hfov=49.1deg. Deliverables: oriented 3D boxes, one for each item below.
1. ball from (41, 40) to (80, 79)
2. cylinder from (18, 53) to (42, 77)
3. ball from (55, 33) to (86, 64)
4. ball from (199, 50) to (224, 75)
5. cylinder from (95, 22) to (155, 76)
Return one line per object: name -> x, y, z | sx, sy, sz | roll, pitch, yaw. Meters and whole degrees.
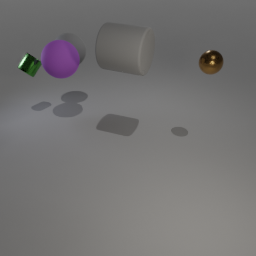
ball -> -2.514, -2.553, 10.437 | 1.400, 1.400, 1.400 | 0, 30, 0
cylinder -> -3.891, -2.501, 11.147 | 0.700, 0.700, 0.700 | 32, 1, 0
ball -> -2.465, -3.270, 11.793 | 1.400, 1.400, 1.400 | 0, 30, 0
ball -> 2.417, -1.910, 8.159 | 0.700, 0.700, 0.700 | 0, 30, 0
cylinder -> -0.058, -2.378, 8.439 | 1.400, 1.400, 1.400 | 14, 32, 18
